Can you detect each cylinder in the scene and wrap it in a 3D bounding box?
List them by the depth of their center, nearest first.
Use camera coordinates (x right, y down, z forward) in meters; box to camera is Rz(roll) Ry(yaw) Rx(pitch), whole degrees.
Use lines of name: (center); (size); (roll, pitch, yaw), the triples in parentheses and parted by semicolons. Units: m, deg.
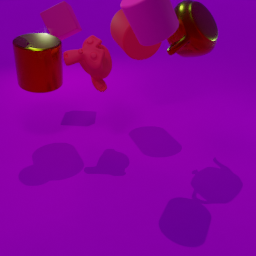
cylinder: (0.423, -2.169, 5.329); (0.859, 0.859, 0.859); (-21, 38, 18)
cylinder: (-2.291, -1.684, 7.238); (1.173, 1.173, 1.173); (5, 36, -4)
cylinder: (0.224, -2.751, 8.112); (1.200, 1.200, 1.200); (-10, 39, -18)

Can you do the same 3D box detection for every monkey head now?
monkey head: (-0.995, -1.701, 7.117); (1.150, 0.963, 1.598); (-14, 69, -3)

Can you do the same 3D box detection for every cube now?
cube: (-2.233, -3.573, 9.460); (0.924, 0.924, 0.924); (-23, 13, 7)

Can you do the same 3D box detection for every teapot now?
teapot: (1.404, -2.220, 6.446); (1.011, 1.284, 2.065); (-25, 21, 46)
